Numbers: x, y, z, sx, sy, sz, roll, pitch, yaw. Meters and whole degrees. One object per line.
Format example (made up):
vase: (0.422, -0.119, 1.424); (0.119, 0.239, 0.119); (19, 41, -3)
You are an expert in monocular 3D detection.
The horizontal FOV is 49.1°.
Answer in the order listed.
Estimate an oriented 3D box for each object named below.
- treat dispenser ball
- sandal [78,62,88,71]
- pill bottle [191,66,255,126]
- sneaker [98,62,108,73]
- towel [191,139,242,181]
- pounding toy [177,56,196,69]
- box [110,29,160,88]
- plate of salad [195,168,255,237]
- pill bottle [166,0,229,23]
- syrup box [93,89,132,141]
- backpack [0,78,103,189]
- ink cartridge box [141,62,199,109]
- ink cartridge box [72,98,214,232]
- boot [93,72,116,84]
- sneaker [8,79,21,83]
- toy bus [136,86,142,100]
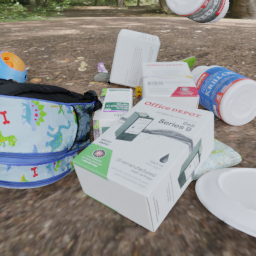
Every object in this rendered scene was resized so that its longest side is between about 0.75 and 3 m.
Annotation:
treat dispenser ball: (-5.036, -2.280, 11.510); (1.675, 1.675, 1.675); (0, 26, 0)
sandal: (-2.450, -3.444, 15.281); (0.442, 0.396, 1.205); (2, 26, 4)
pill bottle: (3.153, -1.277, 9.642); (1.518, 1.518, 2.704); (-8, 27, -15)
sneaker: (-1.335, -3.121, 14.515); (0.323, 0.508, 0.890); (-15, 31, -31)
towel: (1.589, 0.558, 7.125); (1.633, 0.459, 1.907); (-15, 30, -27)
pounding toy: (2.536, -2.752, 13.653); (1.487, 0.894, 1.926); (-21, 5, -23)
box: (0.304, -3.050, 12.308); (1.759, 2.043, 2.053); (12, 26, -3)
plate of salad: (2.589, 1.423, 5.196); (2.650, 0.637, 2.650); (3, 16, -1)
pill bottle: (1.852, -3.297, 7.157); (1.081, 1.081, 1.899); (19, 19, 33)
syrup box: (-0.370, -0.324, 8.291); (0.977, 1.010, 2.481); (0, 25, 2)
backpack: (-2.258, 0.063, 5.809); (2.629, 2.111, 2.873); (7, 4, 13)
ink cartridge box: (1.378, -1.371, 9.915); (1.772, 1.028, 2.401); (0, 37, 1)
ink cartridge box: (0.428, 0.530, 5.847); (1.845, 1.062, 2.528); (17, 45, 34)
boot: (-0.962, -2.253, 12.894); (1.236, 0.419, 0.808); (-5, 31, -9)
sneaker: (-3.751, -1.202, 9.822); (0.891, 1.214, 2.682); (10, 28, 18)
toy bus: (0.691, -1.484, 11.260); (0.870, 0.450, 0.821); (-24, 35, -39)
